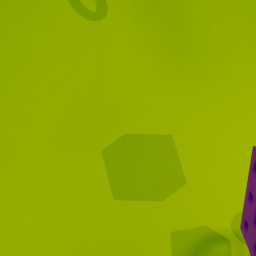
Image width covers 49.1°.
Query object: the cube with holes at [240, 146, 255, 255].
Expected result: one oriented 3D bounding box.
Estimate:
[{"bbox_3d":[2.205,1.090,3.174,1.320,1.320,1.320,1,111,6],"label":"cube with holes"}]
